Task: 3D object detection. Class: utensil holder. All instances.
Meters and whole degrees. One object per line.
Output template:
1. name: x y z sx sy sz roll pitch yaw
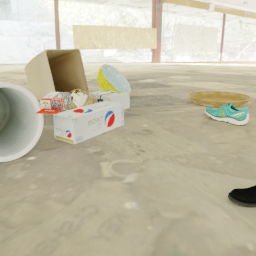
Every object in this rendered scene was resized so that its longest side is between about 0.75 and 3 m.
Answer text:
1. utensil holder: -3.751 -0.325 7.682 1.979 1.979 2.329 -14 20 -40

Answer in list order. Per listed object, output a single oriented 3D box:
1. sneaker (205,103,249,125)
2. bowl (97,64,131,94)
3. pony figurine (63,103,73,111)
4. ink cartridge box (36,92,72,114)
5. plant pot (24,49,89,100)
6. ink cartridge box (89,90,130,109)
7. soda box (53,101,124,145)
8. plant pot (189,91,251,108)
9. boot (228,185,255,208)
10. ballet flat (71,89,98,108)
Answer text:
1. sneaker: 3.848 -0.629 10.870 0.699 0.718 1.804 -14 20 -39
2. bowl: -0.998 -2.400 15.694 1.151 2.139 2.139 -41 -3 28
3. pony figurine: -2.906 -0.940 12.090 1.038 0.865 1.002 9 -14 38
4. ink cartridge box: -1.946 -0.673 7.361 0.597 0.276 1.095 2 23 8
5. plant pot: -4.031 -2.725 15.227 2.323 2.621 2.624 -5 12 31
6. ink cartridge box: -0.878 -1.299 13.157 1.221 0.692 1.665 -14 22 -39
7. soda box: -1.209 -0.265 9.410 0.901 0.842 2.645 12 19 32
8. plant pot: 4.624 -1.460 14.259 2.983 0.410 2.983 -1 17 0
9. boot: 2.413 1.014 5.140 1.066 0.797 0.401 1 16 4
10. ballet flat: -1.999 -1.132 11.918 0.893 0.964 2.735 34 -1 -26
